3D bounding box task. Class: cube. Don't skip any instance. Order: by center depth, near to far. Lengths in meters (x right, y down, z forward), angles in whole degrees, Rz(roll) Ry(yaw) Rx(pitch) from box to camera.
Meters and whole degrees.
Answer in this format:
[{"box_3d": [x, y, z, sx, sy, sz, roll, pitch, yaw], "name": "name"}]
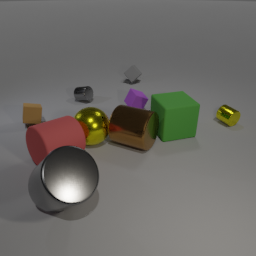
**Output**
[{"box_3d": [1.758, -0.483, 10.853, 1.400, 1.400, 1.400, -8, 31, -15], "name": "cube"}, {"box_3d": [-3.929, -0.599, 11.476, 0.700, 0.700, 0.700, 2, 16, -23], "name": "cube"}, {"box_3d": [0.365, -1.268, 12.678, 0.700, 0.700, 0.700, 12, 28, -34], "name": "cube"}, {"box_3d": [0.293, -3.146, 16.172, 0.700, 0.700, 0.700, 48, 18, -3], "name": "cube"}]

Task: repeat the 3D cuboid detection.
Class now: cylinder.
[{"box_3d": [-1.619, 1.295, 6.945, 1.400, 1.400, 1.400, -23, -7, -37], "name": "cylinder"}, {"box_3d": [-2.334, 0.434, 9.067, 1.400, 1.400, 1.400, 25, 33, 38], "name": "cylinder"}, {"box_3d": [0.222, -0.033, 10.039, 1.400, 1.400, 1.400, 14, 31, 24], "name": "cylinder"}, {"box_3d": [4.177, -0.529, 11.673, 0.700, 0.700, 0.700, -15, 36, -26], "name": "cylinder"}, {"box_3d": [-2.177, -1.688, 13.756, 0.700, 0.700, 0.700, 2, 25, 33], "name": "cylinder"}]

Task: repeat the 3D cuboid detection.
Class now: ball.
[{"box_3d": [-1.341, -0.064, 10.162, 1.400, 1.400, 1.400, 0, 28, 0], "name": "ball"}]
